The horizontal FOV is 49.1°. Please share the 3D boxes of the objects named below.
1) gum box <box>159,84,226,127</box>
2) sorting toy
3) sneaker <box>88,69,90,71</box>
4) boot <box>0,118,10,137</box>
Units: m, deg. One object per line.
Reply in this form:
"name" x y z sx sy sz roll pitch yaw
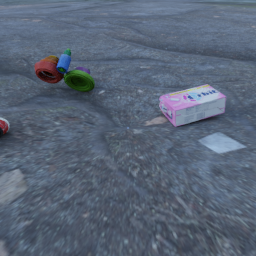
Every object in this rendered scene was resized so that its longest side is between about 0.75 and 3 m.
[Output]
"gum box" 1.957 -0.723 8.730 1.811 0.599 1.028 -15 34 -13
"sorting toy" -2.235 -2.180 10.225 2.268 1.363 0.931 13 64 -3
"sneaker" -1.859 -2.141 11.318 0.519 0.435 1.145 -20 12 -25
"boot" -4.052 -0.128 7.356 1.612 0.584 1.163 15 8 -14
